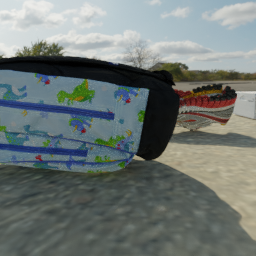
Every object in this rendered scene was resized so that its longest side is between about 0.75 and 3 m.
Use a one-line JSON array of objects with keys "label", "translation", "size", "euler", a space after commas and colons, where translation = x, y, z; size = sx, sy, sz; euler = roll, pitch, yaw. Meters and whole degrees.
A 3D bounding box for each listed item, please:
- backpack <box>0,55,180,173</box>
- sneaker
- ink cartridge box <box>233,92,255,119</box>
[{"label": "backpack", "translation": [-0.973, -0.286, 4.578], "size": [2.937, 2.258, 2.396], "euler": [18, 13, -10]}, {"label": "sneaker", "translation": [1.538, -0.386, 7.826], "size": [2.857, 1.174, 1.112], "euler": [-3, 37, 7]}, {"label": "ink cartridge box", "translation": [5.724, -0.952, 11.268], "size": [2.387, 1.003, 1.736], "euler": [-1, 9, -7]}]
